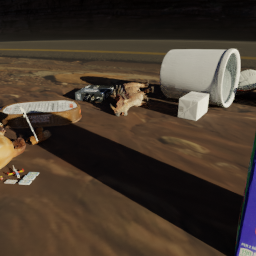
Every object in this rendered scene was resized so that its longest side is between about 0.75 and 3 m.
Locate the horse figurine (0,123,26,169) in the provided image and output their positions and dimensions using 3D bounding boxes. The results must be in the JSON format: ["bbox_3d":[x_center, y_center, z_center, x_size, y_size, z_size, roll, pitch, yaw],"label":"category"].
[{"bbox_3d":[-3.674,0.604,6.612,2.958,0.738,1.961,-13,35,-42],"label":"horse figurine"}]

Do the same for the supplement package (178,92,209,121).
[{"bbox_3d":[2.417,-0.829,10.308,0.722,0.731,1.206,14,26,30],"label":"supplement package"}]

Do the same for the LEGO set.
[{"bbox_3d":[-2.485,1.065,6.337,0.762,0.187,0.570,2,18,6],"label":"LEGO set"}]

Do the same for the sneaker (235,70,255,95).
[{"bbox_3d":[4.490,-1.813,12.812,2.977,1.147,1.219,-1,-17,26],"label":"sneaker"}]

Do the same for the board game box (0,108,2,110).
[{"bbox_3d":[-5.100,-0.508,10.266,0.841,0.173,0.843,-7,23,-16],"label":"board game box"}]

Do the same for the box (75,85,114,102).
[{"bbox_3d":[-1.489,-1.593,12.753,1.293,0.351,1.614,6,22,14],"label":"box"}]

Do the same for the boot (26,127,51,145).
[{"bbox_3d":[-2.720,0.240,8.264,0.636,0.303,0.822,-33,25,-34],"label":"boot"}]

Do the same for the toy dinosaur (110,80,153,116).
[{"bbox_3d":[0.072,-1.370,11.183,1.608,1.018,2.372,1,25,-5],"label":"toy dinosaur"}]

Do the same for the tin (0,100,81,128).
[{"bbox_3d":[-3.059,-0.523,9.880,2.779,0.582,1.556,-4,26,-11],"label":"tin"}]

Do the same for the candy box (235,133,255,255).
[{"bbox_3d":[2.828,0.726,3.674,2.325,2.750,1.059,9,23,21],"label":"candy box"}]

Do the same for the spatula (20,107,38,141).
[{"bbox_3d":[-2.769,-0.122,7.812,0.095,0.820,1.180,-24,29,-16],"label":"spatula"}]

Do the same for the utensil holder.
[{"bbox_3d":[2.978,-2.172,11.675,2.670,2.269,2.269,13,25,33],"label":"utensil holder"}]
